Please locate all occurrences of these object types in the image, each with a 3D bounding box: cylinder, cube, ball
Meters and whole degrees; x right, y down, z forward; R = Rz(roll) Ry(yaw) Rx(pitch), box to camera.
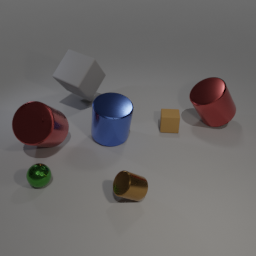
[{"bbox_3d":[3.278,-0.989,10.812,1.400,1.400,1.400,-23,43,23],"label":"cylinder"},{"bbox_3d":[0.067,1.571,7.589,0.700,0.700,0.700,25,14,-37],"label":"cylinder"},{"bbox_3d":[-2.867,-0.076,9.345,1.400,1.400,1.400,5,-6,8],"label":"cylinder"},{"bbox_3d":[-0.585,-0.302,9.950,1.400,1.400,1.400,5,45,-5],"label":"cylinder"},{"bbox_3d":[1.616,-0.281,10.850,0.700,0.700,0.700,3,31,5],"label":"cube"},{"bbox_3d":[-2.049,-2.244,11.980,1.400,1.400,1.400,25,80,22],"label":"cube"},{"bbox_3d":[-2.595,1.381,8.169,0.700,0.700,0.700,0,31,0],"label":"ball"}]
